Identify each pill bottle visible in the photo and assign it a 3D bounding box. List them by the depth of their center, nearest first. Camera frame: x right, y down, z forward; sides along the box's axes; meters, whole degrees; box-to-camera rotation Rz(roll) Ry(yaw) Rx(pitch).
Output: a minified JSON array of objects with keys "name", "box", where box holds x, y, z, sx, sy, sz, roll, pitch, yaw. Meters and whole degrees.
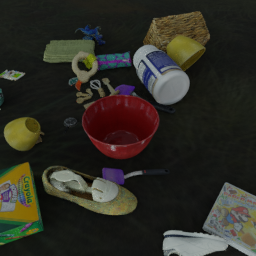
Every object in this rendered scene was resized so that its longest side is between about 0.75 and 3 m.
[{"name":"pill bottle","box":[1.275,-2.305,11.688,1.550,1.550,2.679,-15,46,-15]}]

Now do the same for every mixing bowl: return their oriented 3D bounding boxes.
[{"name":"mixing bowl","box":[-0.227,0.125,9.331,2.437,1.320,2.437,0,45,0]}]

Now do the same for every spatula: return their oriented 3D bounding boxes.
[{"name":"spatula","box":[0.278,1.445,8.758,2.126,0.218,0.601,-4,46,-5]},{"name":"spatula","box":[0.615,-1.158,11.385,2.894,0.297,0.818,25,59,22]}]

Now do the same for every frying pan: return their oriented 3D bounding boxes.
[{"name":"frying pan","box":[-2.268,-0.134,10.475,0.529,0.142,0.875,27,47,26]}]

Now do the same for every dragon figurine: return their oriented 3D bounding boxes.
[{"name":"dragon figurine","box":[-2.147,-5.104,15.252,2.184,0.643,1.086,16,46,14]}]

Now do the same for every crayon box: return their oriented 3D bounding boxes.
[{"name":"crayon box","box":[-3.198,2.046,7.835,1.240,0.608,2.088,-16,46,-16]}]

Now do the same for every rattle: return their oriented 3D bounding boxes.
[{"name":"rattle","box":[-2.108,-2.439,12.687,1.187,1.302,1.823,17,81,-27]}]

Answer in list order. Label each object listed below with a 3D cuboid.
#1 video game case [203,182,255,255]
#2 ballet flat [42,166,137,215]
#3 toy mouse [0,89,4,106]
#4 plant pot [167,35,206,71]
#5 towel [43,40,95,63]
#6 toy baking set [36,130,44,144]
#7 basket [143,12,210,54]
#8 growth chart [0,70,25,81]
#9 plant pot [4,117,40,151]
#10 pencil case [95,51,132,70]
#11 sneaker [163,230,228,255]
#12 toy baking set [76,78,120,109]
[{"name":"video game case","box":[3.252,2.535,7.617,1.893,0.217,1.723,25,49,24]},{"name":"ballet flat","box":[-1.145,1.715,7.955,2.871,1.015,1.015,13,45,12]},{"name":"toy mouse","box":[-5.769,-0.923,10.999,2.341,0.510,2.634,19,47,20]},{"name":"plant pot","box":[2.417,-3.393,12.479,1.668,1.668,1.184,-32,81,-29]},{"name":"towel","box":[-2.926,-3.872,14.111,2.535,0.462,1.881,-4,43,-3]},{"name":"toy baking set","box":[-3.634,0.277,10.020,1.227,0.143,0.942,27,50,25]},{"name":"basket","box":[2.475,-4.381,14.340,2.785,2.075,1.988,-14,78,-15]},{"name":"growth chart","box":[-5.350,-2.443,12.894,1.037,0.092,0.750,13,44,12]},{"name":"plant pot","box":[-3.381,0.095,9.313,0.797,1.122,1.122,-31,33,31]},{"name":"pencil case","box":[-0.676,-3.147,13.162,1.668,0.710,0.771,-10,17,-9]},{"name":"sneaker","box":[1.672,2.982,6.986,1.590,0.607,0.640,1,54,8]},{"name":"toy baking set","box":[-1.214,-1.485,11.698,1.641,0.249,2.138,26,52,27]}]
